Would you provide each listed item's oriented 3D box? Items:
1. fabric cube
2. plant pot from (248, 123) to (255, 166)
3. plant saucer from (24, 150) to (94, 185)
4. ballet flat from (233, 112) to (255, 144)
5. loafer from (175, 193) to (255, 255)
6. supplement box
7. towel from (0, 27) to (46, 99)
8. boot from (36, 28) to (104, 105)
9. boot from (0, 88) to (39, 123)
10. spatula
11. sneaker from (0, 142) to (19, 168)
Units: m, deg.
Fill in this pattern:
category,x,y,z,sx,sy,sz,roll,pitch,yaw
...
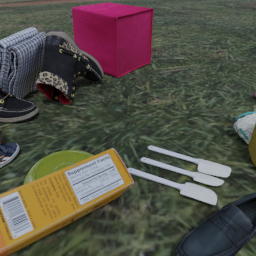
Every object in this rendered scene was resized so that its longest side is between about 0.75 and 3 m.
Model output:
category,x,y,z,sx,sy,sz,roll,pitch,yaw
fabric cube,-0.647,-4.172,12.887,2.637,2.595,2.646,23,38,32
plant pot,3.640,0.515,6.774,1.140,1.133,1.167,10,36,15
plant saucer,-1.452,1.084,6.607,1.990,0.309,1.990,0,31,0
ballet flat,4.425,-0.103,8.163,2.897,1.039,1.039,-13,34,-14
loafer,1.829,1.750,5.035,2.342,0.822,0.795,-17,36,-26
supplement box,-1.309,1.365,5.292,2.774,0.923,0.954,-19,71,-29
towel,-3.723,-2.125,9.937,1.033,2.414,1.999,24,38,1
boot,-2.065,-1.880,10.238,1.073,2.933,2.208,-5,63,27
boot,-4.241,-1.320,8.825,2.693,2.028,0.986,10,33,16
spatula,1.235,1.037,6.849,2.230,0.179,1.550,14,36,28
sneaker,-3.286,0.683,6.924,0.538,0.544,1.371,13,39,24
